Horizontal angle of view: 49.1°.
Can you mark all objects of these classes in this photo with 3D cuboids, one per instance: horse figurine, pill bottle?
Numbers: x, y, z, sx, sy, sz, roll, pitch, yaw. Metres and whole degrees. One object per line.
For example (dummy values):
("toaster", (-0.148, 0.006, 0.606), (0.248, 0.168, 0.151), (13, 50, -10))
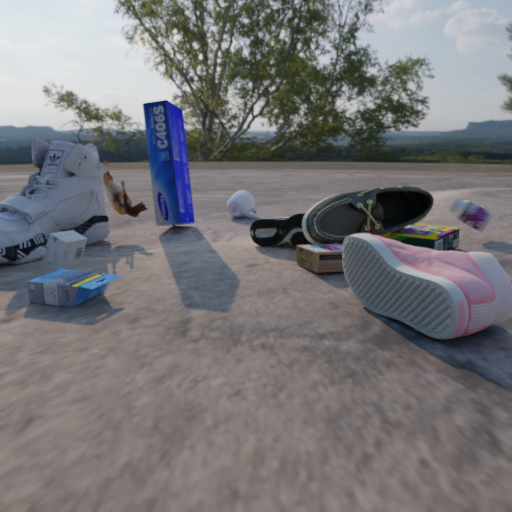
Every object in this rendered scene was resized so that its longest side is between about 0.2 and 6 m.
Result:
("horse figurine", (-3.083, -1.440, 12.199), (0.463, 1.855, 1.229), (-37, -13, -19))
("pill bottle", (4.625, -0.909, 12.112), (0.843, 0.473, 0.473), (33, 23, 16))

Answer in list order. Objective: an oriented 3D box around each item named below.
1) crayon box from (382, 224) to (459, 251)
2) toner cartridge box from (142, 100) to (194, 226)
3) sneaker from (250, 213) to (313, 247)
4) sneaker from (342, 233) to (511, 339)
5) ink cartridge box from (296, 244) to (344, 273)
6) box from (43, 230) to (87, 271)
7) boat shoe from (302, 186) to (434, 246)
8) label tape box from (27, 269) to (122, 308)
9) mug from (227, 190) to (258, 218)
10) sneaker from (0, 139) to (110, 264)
("crayon box", (3.067, -0.305, 10.829), (1.267, 0.428, 1.468), (8, 15, 36))
("toner cartridge box", (-2.038, -2.119, 13.215), (0.604, 2.797, 1.329), (-5, 3, 10))
("sneaker", (0.992, -0.571, 11.284), (2.011, 0.759, 1.157), (5, 15, 31))
("sneaker", (2.099, 0.291, 6.935), (1.243, 0.895, 2.378), (-8, 20, -22))
("ink cartridge box", (1.186, 0.027, 9.383), (0.773, 0.353, 0.939), (-3, 9, -17))
("box", (-3.033, -0.092, 8.904), (0.337, 0.513, 0.515), (26, 19, 21))
("boat shoe", (2.073, -0.784, 10.225), (2.672, 0.955, 0.799), (-14, 0, -28))
("label tape box", (-2.434, 0.443, 7.587), (1.015, 0.336, 0.727), (6, 14, 18))
("mug", (-0.366, -1.326, 15.361), (0.897, 0.663, 0.787), (32, 27, 4))
("sneaker", (-4.136, -1.109, 10.486), (1.350, 2.065, 3.593), (10, 15, 24))
